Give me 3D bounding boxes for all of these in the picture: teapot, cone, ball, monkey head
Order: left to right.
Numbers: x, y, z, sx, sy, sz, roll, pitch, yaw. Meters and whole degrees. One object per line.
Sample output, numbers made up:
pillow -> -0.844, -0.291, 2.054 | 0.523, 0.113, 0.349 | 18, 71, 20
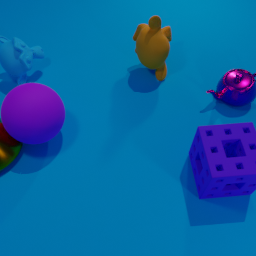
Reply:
cone -> -3.327, -0.059, 5.958 | 1.628, 1.634, 1.628 | -2, 51, 3
monkey head -> -2.910, -1.919, 7.631 | 0.905, 1.503, 1.081 | -17, 8, 35
ball -> -2.112, -0.321, 6.295 | 1.370, 1.370, 1.370 | 0, 55, 0
monkey head -> 0.817, -2.290, 7.665 | 1.317, 1.830, 1.103 | -25, 41, -13
teapot -> 2.773, -1.073, 7.230 | 1.652, 0.809, 1.027 | -22, 55, -1

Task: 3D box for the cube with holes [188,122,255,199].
cube with holes -> 2.013, 0.693, 5.791 | 1.125, 1.125, 1.125 | -4, 56, -2
